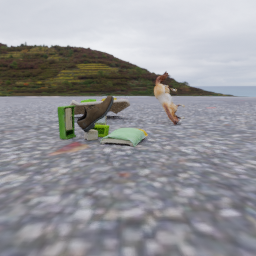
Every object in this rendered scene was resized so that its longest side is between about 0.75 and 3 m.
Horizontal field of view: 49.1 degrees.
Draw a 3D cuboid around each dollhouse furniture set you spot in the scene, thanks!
[{"bbox_3d":[-0.609,-0.111,6.680,2.089,0.806,1.044,3,9,20],"label":"dollhouse furniture set"}]

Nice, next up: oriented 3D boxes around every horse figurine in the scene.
[{"bbox_3d":[1.488,-1.061,10.256,0.537,2.152,1.426,-30,-13,35],"label":"horse figurine"}]

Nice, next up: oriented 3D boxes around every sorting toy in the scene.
[{"bbox_3d":[-1.293,-0.912,11.589,2.284,0.417,2.115,-2,-7,-20],"label":"sorting toy"}]

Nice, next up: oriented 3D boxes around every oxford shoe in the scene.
[{"bbox_3d":[-0.758,-0.398,6.478,1.053,0.445,0.383,-45,27,-3],"label":"oxford shoe"}]
